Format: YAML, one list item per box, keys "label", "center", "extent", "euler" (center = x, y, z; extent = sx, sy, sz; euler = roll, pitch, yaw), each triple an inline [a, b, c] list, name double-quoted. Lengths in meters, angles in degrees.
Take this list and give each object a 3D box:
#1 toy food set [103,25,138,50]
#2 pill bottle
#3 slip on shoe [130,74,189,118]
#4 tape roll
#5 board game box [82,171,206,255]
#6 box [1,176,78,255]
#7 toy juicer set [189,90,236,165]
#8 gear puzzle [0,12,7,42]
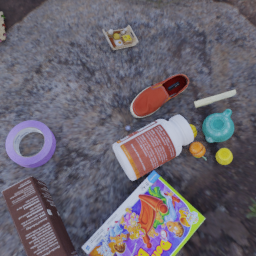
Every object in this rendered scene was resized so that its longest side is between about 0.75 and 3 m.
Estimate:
- label: "toy food set"
  center: [-0.244, -3.015, 9.198]
  extent: [1.037, 0.313, 0.744]
  euler: [-20, 74, -26]
- label: "pill bottle"
  center: [0.710, 0.476, 7.673]
  extent: [2.045, 1.147, 1.147]
  euler: [-28, 73, -9]
- label: "slip on shoe"
  center: [0.951, -1.000, 8.323]
  extent: [2.037, 0.623, 0.755]
  euler: [-31, 90, -5]
- label: "tape roll"
  center: [-2.783, 0.460, 8.065]
  extent: [1.313, 0.431, 1.313]
  euler: [0, 71, 0]
- label: "board game box"
  center: [0.411, 2.679, 7.179]
  extent: [1.782, 0.593, 2.651]
  euler: [42, 75, 13]
- label: "box"
  center: [-2.129, 2.470, 6.944]
  extent: [0.882, 1.179, 2.355]
  euler: [-27, 73, -9]
- label: "toy juicer set"
  center: [2.393, -0.058, 8.237]
  extent: [1.386, 0.593, 2.178]
  euler: [4, 75, 19]
- label: "gear puzzle"
  center: [-4.679, -3.576, 9.646]
  extent: [0.922, 0.233, 1.780]
  euler: [-14, 68, -3]
